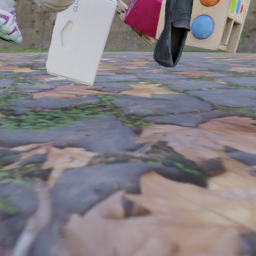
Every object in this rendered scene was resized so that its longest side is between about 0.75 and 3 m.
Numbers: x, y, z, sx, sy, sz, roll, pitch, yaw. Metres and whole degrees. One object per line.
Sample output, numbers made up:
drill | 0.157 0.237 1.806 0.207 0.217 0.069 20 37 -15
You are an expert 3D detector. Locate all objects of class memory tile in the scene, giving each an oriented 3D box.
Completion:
memory tile | 0.224 -3.663 9.711 1.949 0.164 1.494 44 28 -7

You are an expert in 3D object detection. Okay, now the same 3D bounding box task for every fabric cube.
fabric cube | 0.860 -3.858 8.768 1.394 1.372 1.398 22 -28 -17

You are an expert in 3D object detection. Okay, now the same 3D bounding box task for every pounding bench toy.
pounding bench toy | 1.928 -3.245 6.743 1.566 2.520 1.966 21 21 29

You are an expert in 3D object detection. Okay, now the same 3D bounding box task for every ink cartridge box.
ink cartridge box | -1.036 -2.404 6.705 1.080 1.880 2.590 15 29 -12

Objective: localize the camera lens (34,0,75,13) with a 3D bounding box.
camera lens | -1.015 -2.175 4.057 0.724 0.724 0.905 -9 1 -27

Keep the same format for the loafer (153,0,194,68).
loafer | 0.940 -1.916 5.124 0.558 1.642 0.577 0 24 -35

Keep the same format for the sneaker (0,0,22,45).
sneaker | -3.253 -3.240 7.562 0.851 1.531 2.188 18 -2 -4
